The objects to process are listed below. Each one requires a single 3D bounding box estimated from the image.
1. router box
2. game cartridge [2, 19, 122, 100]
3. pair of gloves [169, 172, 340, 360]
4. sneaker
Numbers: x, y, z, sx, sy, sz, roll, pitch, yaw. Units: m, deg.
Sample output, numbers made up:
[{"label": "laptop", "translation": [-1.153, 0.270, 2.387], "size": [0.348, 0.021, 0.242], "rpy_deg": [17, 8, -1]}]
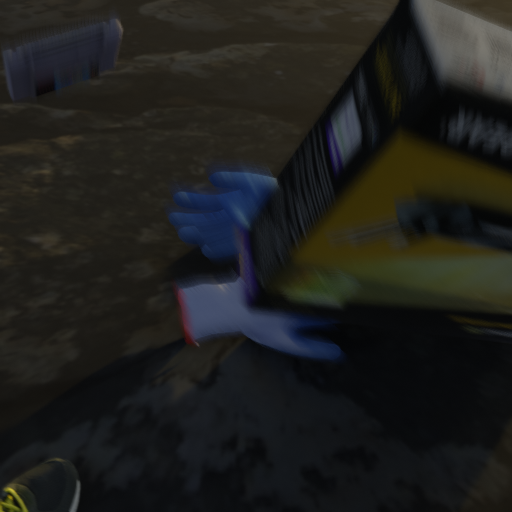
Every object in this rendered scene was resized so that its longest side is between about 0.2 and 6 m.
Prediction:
[{"label": "router box", "translation": [2.245, -0.355, 5.556], "size": [4.020, 3.161, 1.050], "rpy_deg": [9, 55, -22]}, {"label": "game cartridge", "translation": [-2.565, -2.597, 7.497], "size": [1.536, 0.996, 0.295], "rpy_deg": [-28, 84, -23]}, {"label": "pair of gloves", "translation": [0.228, -0.050, 8.019], "size": [2.874, 0.407, 3.576], "rpy_deg": [-8, 50, -2]}, {"label": "sneaker", "translation": [-2.458, 2.597, 5.035], "size": [0.760, 0.863, 2.040], "rpy_deg": [25, 47, 25]}]
